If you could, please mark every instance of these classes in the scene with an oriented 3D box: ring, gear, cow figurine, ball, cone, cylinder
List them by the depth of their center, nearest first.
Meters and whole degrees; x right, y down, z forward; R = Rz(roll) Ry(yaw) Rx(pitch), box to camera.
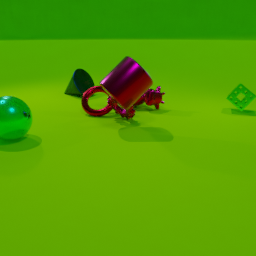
[{"bbox_3d":[-3.316,-0.265,7.801,1.251,1.251,1.251,0,19,0],"label":"ball"},{"bbox_3d":[-0.052,-1.329,8.398,1.174,1.174,1.174,-45,27,0],"label":"cylinder"},{"bbox_3d":[-0.229,-0.721,9.494,1.061,1.061,0.196,18,62,41],"label":"gear"},{"bbox_3d":[-1.083,-1.001,10.274,1.287,1.287,0.257,-2,-25,4],"label":"ring"},{"bbox_3d":[0.535,-1.242,11.141,1.671,0.932,1.698,2,6,-10],"label":"cow figurine"},{"bbox_3d":[-2.552,-1.884,13.254,1.408,1.403,1.403,-20,8,31],"label":"cone"}]

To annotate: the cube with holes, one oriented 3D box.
[{"bbox_3d":[4.254,-1.180,10.555,0.740,0.740,0.740,43,21,8],"label":"cube with holes"}]
